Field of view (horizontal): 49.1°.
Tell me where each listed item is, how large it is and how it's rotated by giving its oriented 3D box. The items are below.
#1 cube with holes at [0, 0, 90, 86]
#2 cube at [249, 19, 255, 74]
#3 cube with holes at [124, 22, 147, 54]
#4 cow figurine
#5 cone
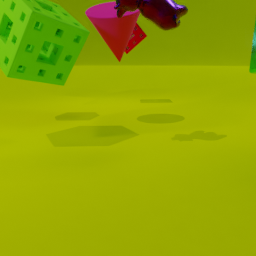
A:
[{"bbox_3d":[-1.922,-1.883,5.835,1.338,1.338,1.338,1,39,-51],"label":"cube with holes"},{"bbox_3d":[2.713,-1.398,4.368,1.075,1.075,1.075,5,4,-4],"label":"cube"},{"bbox_3d":[-0.038,-3.800,11.216,1.057,1.057,1.057,-39,23,12],"label":"cube with holes"},{"bbox_3d":[0.410,-2.299,5.340,1.244,0.683,1.224,45,49,10],"label":"cow figurine"},{"bbox_3d":[-0.310,-2.542,7.818,1.509,1.514,1.509,-4,38,3],"label":"cone"}]
